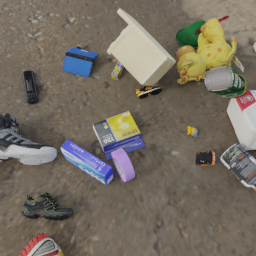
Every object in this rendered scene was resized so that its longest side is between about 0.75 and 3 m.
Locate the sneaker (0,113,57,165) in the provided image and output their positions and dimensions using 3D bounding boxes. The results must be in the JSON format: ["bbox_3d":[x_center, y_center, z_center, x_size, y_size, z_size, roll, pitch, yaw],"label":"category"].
[{"bbox_3d":[-3.943,0.342,9.969,2.982,1.125,1.697,1,64,4],"label":"sneaker"}]

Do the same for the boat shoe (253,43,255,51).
[{"bbox_3d":[6.916,-3.509,12.884,0.819,0.748,2.277,-36,63,-22],"label":"boat shoe"}]

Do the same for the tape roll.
[{"bbox_3d":[-0.172,1.249,9.460,0.360,1.097,1.097,-23,59,-16],"label":"tape roll"}]

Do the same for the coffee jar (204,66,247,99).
[{"bbox_3d":[3.446,-1.537,9.704,1.008,1.934,0.825,-5,85,35],"label":"coffee jar"}]

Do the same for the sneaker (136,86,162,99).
[{"bbox_3d":[0.876,-1.627,11.831,1.120,0.392,0.504,-19,61,-10],"label":"sneaker"}]

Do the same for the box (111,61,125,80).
[{"bbox_3d":[-0.433,-2.588,12.545,0.312,0.287,0.891,17,58,12],"label":"box"}]

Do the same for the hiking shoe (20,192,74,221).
[{"bbox_3d":[-2.540,2.453,8.929,1.677,0.635,0.844,3,59,3],"label":"hiking shoe"}]

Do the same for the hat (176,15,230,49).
[{"bbox_3d":[3.365,-4.954,13.258,1.984,1.747,1.644,-4,56,-3],"label":"hat"}]

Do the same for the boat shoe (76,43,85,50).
[{"bbox_3d":[-2.289,-3.704,13.263,0.385,0.322,1.078,17,57,3],"label":"boat shoe"}]

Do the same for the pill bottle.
[{"bbox_3d":[4.020,1.386,9.507,0.877,0.877,1.651,-29,61,-18],"label":"pill bottle"}]

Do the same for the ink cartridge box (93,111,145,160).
[{"bbox_3d":[-0.357,0.246,10.604,1.546,0.368,1.565,-20,56,-13],"label":"ink cartridge box"}]

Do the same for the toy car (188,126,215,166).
[{"bbox_3d":[2.762,0.609,10.123,0.580,0.855,1.744,12,58,-31],"label":"toy car"}]

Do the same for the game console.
[{"bbox_3d":[-2.167,-3.018,12.762,1.316,0.778,1.123,16,37,6],"label":"game console"}]

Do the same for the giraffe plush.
[{"bbox_3d":[3.009,-2.801,11.618,2.277,2.423,2.808,-22,42,0],"label":"giraffe plush"}]

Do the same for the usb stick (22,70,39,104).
[{"bbox_3d":[-4.191,-1.778,11.998,0.510,0.300,1.837,-11,56,-15],"label":"usb stick"}]

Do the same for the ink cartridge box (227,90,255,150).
[{"bbox_3d":[5.439,-0.389,10.365,2.830,1.212,2.089,-5,47,-1],"label":"ink cartridge box"}]

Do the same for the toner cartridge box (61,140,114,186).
[{"bbox_3d":[-1.396,1.199,9.621,1.895,0.900,0.409,29,62,19],"label":"toner cartridge box"}]

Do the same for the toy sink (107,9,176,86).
[{"bbox_3d":[0.333,-3.068,11.075,1.500,1.745,2.678,-45,82,19],"label":"toy sink"}]

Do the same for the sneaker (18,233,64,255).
[{"bbox_3d":[-2.811,4.232,7.487,1.108,1.050,2.698,28,61,16],"label":"sneaker"}]
